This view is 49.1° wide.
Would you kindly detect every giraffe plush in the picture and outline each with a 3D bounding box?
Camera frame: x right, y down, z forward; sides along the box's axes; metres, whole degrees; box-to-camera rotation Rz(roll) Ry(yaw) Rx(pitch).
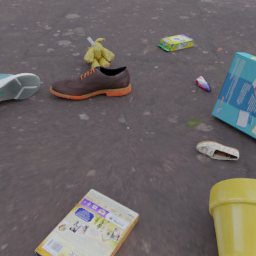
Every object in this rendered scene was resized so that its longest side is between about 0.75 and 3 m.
[{"bbox_3d":[-1.394,-3.122,12.066,1.245,1.443,1.170,-26,11,-12],"label":"giraffe plush"}]

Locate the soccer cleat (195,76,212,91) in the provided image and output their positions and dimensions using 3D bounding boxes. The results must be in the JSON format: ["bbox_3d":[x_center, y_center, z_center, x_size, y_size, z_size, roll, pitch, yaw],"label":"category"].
[{"bbox_3d":[2.913,-1.654,10.809,0.323,0.301,0.883,-28,46,5],"label":"soccer cleat"}]

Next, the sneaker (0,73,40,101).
[{"bbox_3d":[-4.486,-1.405,9.940,2.694,0.947,1.079,-26,43,-28],"label":"sneaker"}]

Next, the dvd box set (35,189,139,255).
[{"bbox_3d":[-0.800,2.248,5.920,1.350,0.271,1.845,21,43,24],"label":"dvd box set"}]

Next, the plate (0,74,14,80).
[{"bbox_3d":[-5.053,-1.839,11.072,1.415,0.181,1.415,0,40,0],"label":"plate"}]

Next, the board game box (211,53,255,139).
[{"bbox_3d":[4.046,-0.717,8.093,0.650,2.093,2.772,-14,39,-40],"label":"board game box"}]

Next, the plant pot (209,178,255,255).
[{"bbox_3d":[2.336,1.957,5.433,1.521,1.521,1.431,9,54,12],"label":"plant pot"}]

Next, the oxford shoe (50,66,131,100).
[{"bbox_3d":[-1.379,-1.769,10.256,2.976,1.080,1.059,-7,39,-8],"label":"oxford shoe"}]

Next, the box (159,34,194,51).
[{"bbox_3d":[2.335,-4.221,13.879,1.588,0.384,0.932,-20,42,-21],"label":"box"}]

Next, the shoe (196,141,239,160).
[{"bbox_3d":[2.498,0.650,7.790,1.177,0.411,0.314,11,33,10],"label":"shoe"}]
